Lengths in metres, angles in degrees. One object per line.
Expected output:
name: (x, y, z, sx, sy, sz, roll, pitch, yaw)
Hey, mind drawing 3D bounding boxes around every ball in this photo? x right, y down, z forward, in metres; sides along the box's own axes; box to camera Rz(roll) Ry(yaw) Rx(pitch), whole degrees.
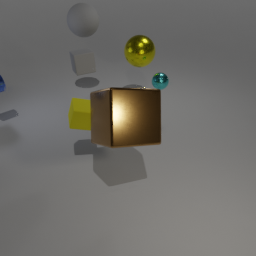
ball: (-1.946, -4.670, 12.154, 1.400, 1.400, 1.400, 0, 32, 0)
ball: (1.315, -1.908, 11.427, 0.700, 0.700, 0.700, 0, 32, 0)
ball: (0.522, -3.398, 12.415, 1.400, 1.400, 1.400, 0, 32, 0)

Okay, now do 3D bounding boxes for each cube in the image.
cube: (-1.562, -2.296, 9.683, 0.700, 0.700, 0.700, -15, 31, -17)
cube: (-0.089, -0.276, 7.269, 1.400, 1.400, 1.400, -2, 3, -27)
cube: (-1.416, -0.423, 8.614, 0.700, 0.700, 0.700, 6, 39, -21)

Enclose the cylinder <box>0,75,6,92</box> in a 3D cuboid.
cylinder: (-5.182, -1.655, 10.761, 0.700, 0.700, 0.700, -28, 42, -33)
